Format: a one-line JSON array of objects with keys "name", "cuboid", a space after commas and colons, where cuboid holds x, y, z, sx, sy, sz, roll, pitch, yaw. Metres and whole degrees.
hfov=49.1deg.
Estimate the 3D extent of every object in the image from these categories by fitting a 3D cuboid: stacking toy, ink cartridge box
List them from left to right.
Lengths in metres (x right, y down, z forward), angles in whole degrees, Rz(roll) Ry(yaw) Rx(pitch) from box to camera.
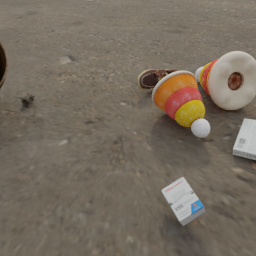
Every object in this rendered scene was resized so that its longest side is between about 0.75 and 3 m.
[{"name": "ink cartridge box", "cuboid": [1.185, 1.565, 6.030, 0.590, 0.340, 0.808, -33, 49, 2]}, {"name": "stacking toy", "cuboid": [1.814, -0.544, 8.639, 1.588, 1.588, 2.174, -12, 54, -17]}, {"name": "stacking toy", "cuboid": [3.304, -1.822, 10.420, 1.957, 1.957, 2.679, -10, 16, -13]}]

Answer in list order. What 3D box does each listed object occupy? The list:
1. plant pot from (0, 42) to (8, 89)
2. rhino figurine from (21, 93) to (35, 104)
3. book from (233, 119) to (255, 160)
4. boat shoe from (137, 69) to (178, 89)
[{"name": "plant pot", "cuboid": [-5.101, -1.610, 8.983, 2.372, 2.537, 2.372, 6, 75, -21]}, {"name": "rhino figurine", "cuboid": [-3.631, -1.094, 10.220, 0.363, 0.248, 0.830, 6, 26, -3]}, {"name": "book", "cuboid": [4.012, 0.426, 7.673, 1.897, 0.456, 1.267, 14, 51, 29]}, {"name": "boat shoe", "cuboid": [1.275, -1.931, 10.789, 2.031, 0.733, 0.731, -14, 13, -35]}]
